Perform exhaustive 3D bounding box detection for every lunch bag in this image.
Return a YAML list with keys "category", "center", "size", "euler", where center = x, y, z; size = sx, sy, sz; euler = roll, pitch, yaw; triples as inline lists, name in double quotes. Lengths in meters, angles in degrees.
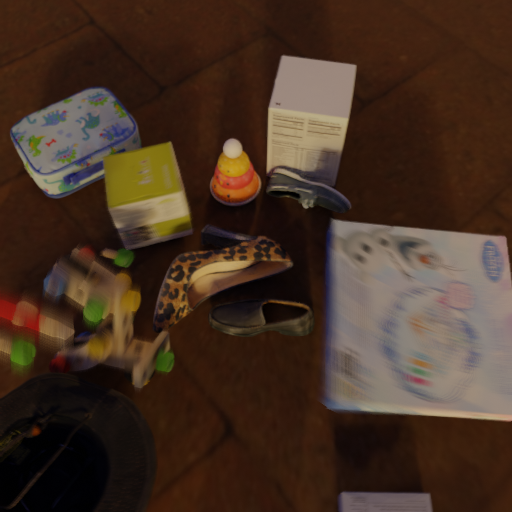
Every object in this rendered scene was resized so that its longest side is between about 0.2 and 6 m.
- category: "lunch bag"
  center: [-3.867, -2.454, 12.207]
  size: [2.469, 1.018, 1.985]
  euler: [-32, 63, -18]

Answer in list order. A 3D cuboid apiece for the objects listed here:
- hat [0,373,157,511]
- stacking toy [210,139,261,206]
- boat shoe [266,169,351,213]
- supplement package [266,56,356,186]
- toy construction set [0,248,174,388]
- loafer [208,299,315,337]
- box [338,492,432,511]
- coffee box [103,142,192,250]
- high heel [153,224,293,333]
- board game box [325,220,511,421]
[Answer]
- category: "hat"
  center: [-3.019, 3.508, 8.444]
  size: [3.411, 1.376, 3.411]
  euler: [-5, 47, 5]
- category: "stacking toy"
  center: [-0.480, -1.852, 11.550]
  size: [1.094, 1.497, 1.094]
  euler: [-2, 57, 3]
- category: "boat shoe"
  center: [1.067, -1.226, 11.733]
  size: [1.861, 0.677, 0.575]
  euler: [26, 72, 19]
- category: "supplement package"
  center: [1.120, -2.793, 11.795]
  size: [1.555, 2.064, 1.566]
  euler: [9, 59, 6]
- category: "toy construction set"
  center: [-2.424, 1.165, 8.910]
  size: [2.097, 2.729, 2.276]
  euler: [17, 95, 15]
- category: "loafer"
  center: [0.092, 1.044, 10.274]
  size: [1.985, 0.717, 0.722]
  euler: [-2, 61, 1]
- category: "box"
  center: [1.993, 4.530, 8.397]
  size: [1.401, 0.370, 1.797]
  euler: [1, 60, 1]
- category: "coffee box"
  center: [-2.139, -1.190, 11.144]
  size: [1.397, 1.382, 1.395]
  euler: [-13, 56, -4]
- category: "high heel"
  center: [-0.590, 0.544, 10.390]
  size: [1.945, 0.974, 2.729]
  euler: [17, 51, 17]
- category: "board game box"
  center: [2.722, 1.043, 9.336]
  size: [3.080, 0.671, 3.095]
  euler: [5, 68, -4]
